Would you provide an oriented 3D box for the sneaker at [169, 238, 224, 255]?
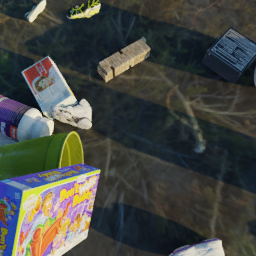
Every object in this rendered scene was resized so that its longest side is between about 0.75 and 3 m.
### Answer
[{"bbox_3d":[1.796,3.410,7.283,1.541,0.577,0.767,-12,70,-5],"label":"sneaker"}]

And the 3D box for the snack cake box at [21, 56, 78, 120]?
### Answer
[{"bbox_3d":[-2.483,-1.276,8.871,1.026,0.600,1.785,-33,69,-1],"label":"snack cake box"}]

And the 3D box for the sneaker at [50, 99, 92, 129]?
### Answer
[{"bbox_3d":[-1.692,-0.541,8.576,1.373,0.516,0.789,24,58,-29],"label":"sneaker"}]

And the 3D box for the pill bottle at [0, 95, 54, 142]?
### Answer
[{"bbox_3d":[-3.266,-0.197,8.340,1.925,1.072,1.072,21,71,8],"label":"pill bottle"}]

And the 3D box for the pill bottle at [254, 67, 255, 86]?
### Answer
[{"bbox_3d":[5.327,-1.650,8.730,2.389,1.331,1.331,2,70,0],"label":"pill bottle"}]

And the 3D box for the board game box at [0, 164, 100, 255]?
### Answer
[{"bbox_3d":[-1.367,1.541,4.959,0.506,2.259,1.519,13,95,21],"label":"board game box"}]

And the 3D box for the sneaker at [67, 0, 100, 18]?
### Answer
[{"bbox_3d":[-1.296,-3.441,8.331,1.081,0.413,0.408,-25,67,-15],"label":"sneaker"}]

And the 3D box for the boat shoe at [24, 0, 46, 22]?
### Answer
[{"bbox_3d":[-3.400,-4.347,10.248,0.313,0.369,1.014,32,78,7],"label":"boat shoe"}]

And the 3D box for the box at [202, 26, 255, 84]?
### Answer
[{"bbox_3d":[3.429,-2.398,9.289,1.307,0.805,1.296,40,75,13],"label":"box"}]

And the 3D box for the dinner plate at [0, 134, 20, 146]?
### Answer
[{"bbox_3d":[-3.669,0.910,8.415,1.731,0.210,1.731,0,71,1],"label":"dinner plate"}]

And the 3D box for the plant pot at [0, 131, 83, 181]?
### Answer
[{"bbox_3d":[-2.405,1.091,7.459,1.962,2.038,2.038,1,70,7],"label":"plant pot"}]

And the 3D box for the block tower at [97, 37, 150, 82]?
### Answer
[{"bbox_3d":[-0.102,-2.304,9.418,1.889,0.510,0.546,-34,74,-11],"label":"block tower"}]
